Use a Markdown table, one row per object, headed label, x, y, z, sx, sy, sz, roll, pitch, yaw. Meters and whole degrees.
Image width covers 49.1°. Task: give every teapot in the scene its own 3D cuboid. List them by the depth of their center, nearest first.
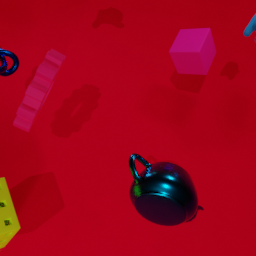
| label | x | y | z | sx | sy | sz | roll | pitch | yaw |
| --- | --- | --- | --- | --- | --- | --- | --- | --- | --- |
| teapot | 0.702 | 1.137 | 4.979 | 1.917 | 1.192 | 0.938 | 43 | 41 | -15 |

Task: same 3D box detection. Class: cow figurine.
| label | x | y | z | sx | sy | sz | roll | pitch | yaw |
| --- | --- | --- | --- | --- | --- | --- | --- | --- | --- |
| cow figurine | 3.129 | -2.501 | 6.329 | 0.609 | 1.092 | 1.110 | 32 | 48 | 5 |

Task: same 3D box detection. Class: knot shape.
| label | x | y | z | sx | sy | sz | roll | pitch | yaw |
| --- | --- | --- | --- | --- | --- | --- | --- | --- | --- |
| knot shape | -3.497 | -1.866 | 7.718 | 0.529 | 1.072 | 1.146 | -9 | 65 | 24 |

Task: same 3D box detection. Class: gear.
| label | x | y | z | sx | sy | sz | roll | pitch | yaw |
| --- | --- | --- | --- | --- | --- | --- | --- | --- | --- |
| gear | -2.063 | -0.870 | 6.584 | 0.365 | 1.974 | 1.974 | 26 | 58 | -15 |

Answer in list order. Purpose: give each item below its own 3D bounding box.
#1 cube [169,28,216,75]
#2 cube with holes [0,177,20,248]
| label | x | y | z | sx | sy | sz | roll | pitch | yaw |
| --- | --- | --- | --- | --- | --- | --- | --- | --- | --- |
| cube | 1.726 | -2.012 | 7.406 | 0.848 | 0.848 | 0.848 | 11 | 63 | 35 |
| cube with holes | -2.924 | 1.775 | 5.378 | 1.088 | 1.088 | 1.088 | -5 | 58 | -44 |
